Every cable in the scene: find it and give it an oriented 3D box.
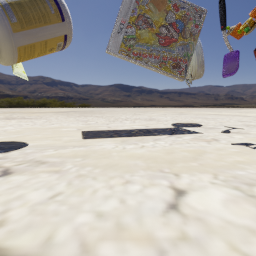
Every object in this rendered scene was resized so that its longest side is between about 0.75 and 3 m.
[{"bbox_3d":[2.463,-2.742,10.952,0.620,1.790,1.789,-9,42,-3],"label":"cable"}]

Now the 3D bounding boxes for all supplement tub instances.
[{"bbox_3d":[-2.231,-2.059,5.764,1.836,1.335,1.335,-28,20,-33],"label":"supplement tub"}]

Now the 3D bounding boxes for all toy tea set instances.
[{"bbox_3d":[2.651,-2.518,5.950,1.512,0.560,0.899,-47,5,38],"label":"toy tea set"}]

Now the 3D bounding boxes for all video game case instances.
[{"bbox_3d":[0.947,-3.108,8.964,2.728,2.483,0.312,18,0,-11],"label":"video game case"}]

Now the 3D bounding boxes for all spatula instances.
[{"bbox_3d":[3.368,-3.118,9.555,0.281,2.733,0.772,-11,2,-25],"label":"spatula"}]

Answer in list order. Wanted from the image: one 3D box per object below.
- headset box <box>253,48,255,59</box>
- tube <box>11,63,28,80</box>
[{"bbox_3d":[3.402,-1.778,6.149,1.094,0.814,0.423,33,-6,42],"label":"headset box"},{"bbox_3d":[-2.681,-1.476,6.803,0.285,0.255,0.981,-16,46,-19],"label":"tube"}]
